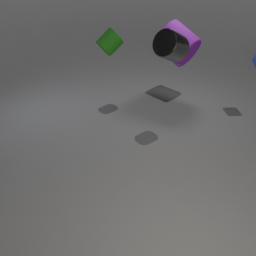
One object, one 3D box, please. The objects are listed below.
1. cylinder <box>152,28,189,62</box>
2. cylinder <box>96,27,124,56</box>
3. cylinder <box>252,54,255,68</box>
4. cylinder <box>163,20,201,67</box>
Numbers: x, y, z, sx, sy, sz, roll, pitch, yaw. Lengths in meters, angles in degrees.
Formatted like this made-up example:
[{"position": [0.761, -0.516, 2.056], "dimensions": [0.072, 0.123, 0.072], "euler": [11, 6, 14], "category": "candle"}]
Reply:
[{"position": [1.083, -2.068, 7.045], "dimensions": [0.700, 0.700, 0.700], "euler": [25, 16, 34], "category": "cylinder"}, {"position": [-0.630, -2.978, 9.708], "dimensions": [0.700, 0.700, 0.700], "euler": [-44, 38, 5], "category": "cylinder"}, {"position": [5.022, -2.362, 10.250], "dimensions": [0.700, 0.700, 0.700], "euler": [-2, 55, -3], "category": "cylinder"}, {"position": [2.090, -3.539, 11.755], "dimensions": [1.400, 1.400, 1.400], "euler": [45, 48, 14], "category": "cylinder"}]
